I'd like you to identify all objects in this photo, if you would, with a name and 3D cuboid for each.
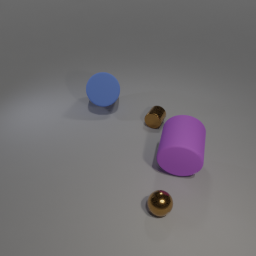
[{"bbox_3d":[1.108,-0.447,11.316,0.700,0.700,0.700,14,37,20],"label":"cylinder"},{"bbox_3d":[-1.041,-1.672,12.115,1.400,1.400,1.400,-1,9,-2],"label":"cylinder"},{"bbox_3d":[1.699,0.546,8.826,1.400,1.400,1.400,8,45,12],"label":"cylinder"},{"bbox_3d":[0.879,2.045,7.631,0.700,0.700,0.700,0,34,0],"label":"ball"}]
